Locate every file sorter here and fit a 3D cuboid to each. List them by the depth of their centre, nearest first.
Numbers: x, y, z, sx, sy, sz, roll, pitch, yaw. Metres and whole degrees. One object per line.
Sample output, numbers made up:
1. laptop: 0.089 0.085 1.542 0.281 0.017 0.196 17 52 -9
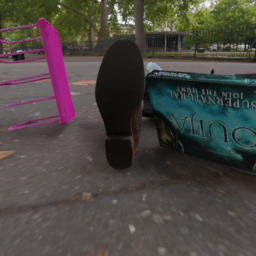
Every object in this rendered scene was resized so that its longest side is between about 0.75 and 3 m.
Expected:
1. file sorter: -2.794 -1.457 8.301 1.745 2.782 1.933 -11 9 -2

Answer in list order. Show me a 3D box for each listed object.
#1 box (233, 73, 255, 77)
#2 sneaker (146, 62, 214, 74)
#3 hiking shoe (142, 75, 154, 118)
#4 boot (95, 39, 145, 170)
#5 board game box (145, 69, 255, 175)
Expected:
1. box: 4.820 -1.202 9.452 2.520 1.262 0.944 0 0 12
2. sneaker: 1.800 -1.361 8.478 1.672 2.390 0.929 -37 9 17
3. hiking shoe: 0.533 -1.159 9.102 2.950 1.485 1.117 11 -6 -37
4. boot: 0.023 -0.751 6.437 0.896 2.600 2.790 9 21 7
5. board game box: 1.747 -0.128 5.670 2.897 1.960 0.408 14 41 41
